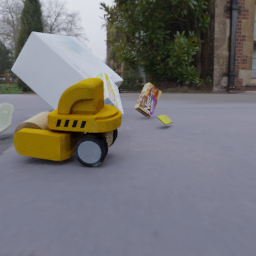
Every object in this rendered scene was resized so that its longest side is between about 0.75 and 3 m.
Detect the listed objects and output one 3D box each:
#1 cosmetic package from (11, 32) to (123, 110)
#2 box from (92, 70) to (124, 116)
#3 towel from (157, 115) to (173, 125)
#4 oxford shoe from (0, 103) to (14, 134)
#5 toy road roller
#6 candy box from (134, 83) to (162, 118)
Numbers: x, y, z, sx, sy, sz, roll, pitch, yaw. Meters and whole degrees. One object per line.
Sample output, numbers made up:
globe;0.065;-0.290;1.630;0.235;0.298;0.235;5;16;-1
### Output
cosmetic package;-2.125;-1.983;10.576;2.840;1.751;2.849;42;24;5
box;-0.645;-0.720;6.930;0.730;0.658;1.297;-31;39;15
towel;1.144;-0.255;8.714;0.367;0.077;0.852;43;20;14
oxford shoe;-3.205;-0.165;7.038;0.516;0.396;1.373;24;27;-19
toy road roller;-0.998;-0.194;4.825;1.798;1.313;1.105;4;18;9
candy box;0.799;-1.102;11.090;0.701;1.202;0.339;34;-25;-23
